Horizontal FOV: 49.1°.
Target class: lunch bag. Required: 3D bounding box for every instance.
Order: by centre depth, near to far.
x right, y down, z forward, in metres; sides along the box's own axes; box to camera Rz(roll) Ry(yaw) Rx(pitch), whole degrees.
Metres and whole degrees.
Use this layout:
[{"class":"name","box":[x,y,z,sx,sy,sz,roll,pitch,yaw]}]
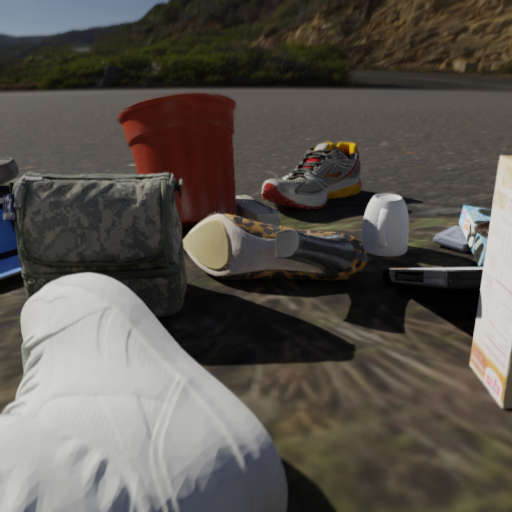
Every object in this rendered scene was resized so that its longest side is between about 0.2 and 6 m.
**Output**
[{"class":"lunch bag","box":[-1.738,-0.183,6.358,1.861,1.561,1.297,-1,20,-3]}]

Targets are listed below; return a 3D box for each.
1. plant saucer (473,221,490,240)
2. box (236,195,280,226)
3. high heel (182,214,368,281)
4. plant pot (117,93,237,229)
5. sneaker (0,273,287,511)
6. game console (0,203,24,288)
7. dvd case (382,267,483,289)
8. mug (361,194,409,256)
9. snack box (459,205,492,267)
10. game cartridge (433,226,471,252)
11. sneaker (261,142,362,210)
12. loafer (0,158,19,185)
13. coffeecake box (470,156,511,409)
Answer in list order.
[{"class":"plant saucer","box":[3.361,-0.364,7.233,1.033,0.189,1.033,-12,6,1]},{"class":"box","box":[-0.081,-0.617,9.133,0.420,0.504,1.227,-10,23,-25]},{"class":"high heel","box":[0.231,-0.025,7.579,2.386,0.852,1.701,3,-5,45]},{"class":"plant pot","box":[-1.095,-1.380,8.806,1.858,1.807,1.858,-9,-1,0]},{"class":"sneaker","box":[-1.458,1.016,3.718,1.786,1.138,3.090,-12,24,-38]},{"class":"game console","box":[-3.472,-0.135,7.394,1.172,0.776,1.333,13,24,33]},{"class":"dvd case","box":[2.446,0.220,6.143,1.591,0.196,2.229,0,-1,-2]},{"class":"mug","box":[1.881,-0.441,8.181,0.681,0.809,0.923,7,21,18]},{"class":"snack box","box":[3.604,-0.237,8.032,1.052,0.336,1.811,11,24,6]},{"class":"game cartridge","box":[3.156,-0.260,8.593,0.565,0.171,0.847,19,26,39]},{"class":"sneaker","box":[1.084,-1.621,10.937,1.080,1.139,2.774,16,27,36]},{"class":"loafer","box":[-6.693,-1.872,11.643,3.207,1.119,1.121,-7,21,-19]},{"class":"coffeecake box","box":[2.759,0.215,4.625,1.532,1.996,0.729,-1,21,-2]}]
